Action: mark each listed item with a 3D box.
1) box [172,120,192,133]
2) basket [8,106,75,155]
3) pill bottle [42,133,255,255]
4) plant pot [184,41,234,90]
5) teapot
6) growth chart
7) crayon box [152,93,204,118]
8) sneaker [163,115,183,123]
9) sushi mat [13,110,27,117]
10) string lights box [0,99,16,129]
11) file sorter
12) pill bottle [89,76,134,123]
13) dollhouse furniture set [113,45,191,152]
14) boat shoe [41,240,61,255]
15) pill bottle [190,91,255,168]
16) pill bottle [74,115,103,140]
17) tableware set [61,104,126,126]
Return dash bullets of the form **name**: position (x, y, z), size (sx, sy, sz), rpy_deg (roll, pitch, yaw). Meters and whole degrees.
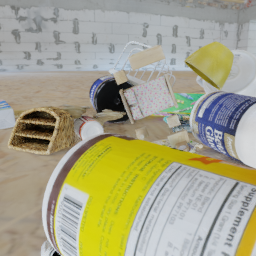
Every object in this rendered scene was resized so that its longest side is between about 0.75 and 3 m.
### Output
- **box**: position (2.019, -0.074, 9.379), size (1.090, 0.251, 0.867), rpy_deg (1, 15, 2)
- **basket**: position (-2.325, 0.002, 7.456), size (1.511, 1.079, 1.126), rpy_deg (7, 15, 28)
- **pill bottle**: position (0.602, 1.022, 2.547), size (2.854, 1.559, 1.559), rpy_deg (13, 20, 41)
- **plant pot**: position (2.822, -2.168, 9.271), size (1.561, 1.108, 1.561), rpy_deg (37, 12, -9)
- **teapot**: position (5.091, -2.136, 13.525), size (2.906, 2.944, 2.150), rpy_deg (-29, -34, 17)
- **growth chart**: position (1.102, 0.485, 7.359), size (1.786, 0.158, 1.292), rpy_deg (-10, 22, -36)
- **crayon box**: position (1.933, -0.844, 10.575), size (2.515, 0.733, 1.494), rpy_deg (4, -3, 15)
- **sneaker**: position (1.587, -0.322, 10.280), size (0.894, 0.347, 0.408), rpy_deg (0, 7, -38)
- **sushi mat**: position (-5.052, -0.606, 11.671), size (2.062, 0.125, 0.986), rpy_deg (1, 15, 6)
- **string lights box**: position (-4.844, -0.486, 10.060), size (1.138, 0.653, 2.215), rpy_deg (-13, 20, -29)
- **file sorter**: position (0.789, -2.297, 12.218), size (1.853, 1.662, 2.670), rpy_deg (26, -4, 26)
- **pill bottle**: position (-0.674, -1.227, 11.052), size (1.623, 1.623, 2.902), rpy_deg (-3, 13, -12)
- **dollhouse furniture set**: position (0.560, -0.544, 6.773), size (1.316, 2.539, 1.124), rpy_deg (-19, 15, 10)
- **boat shoe**: position (-0.813, 1.507, 3.274), size (0.309, 0.274, 0.840), rpy_deg (-10, 17, -32)
- **pill bottle**: position (2.765, 0.031, 6.459), size (1.512, 1.512, 2.723), rpy_deg (-5, 15, -20)
- **pill bottle**: position (-1.238, -0.007, 8.297), size (0.667, 0.667, 1.218), rpy_deg (-7, 17, -25)
- **tableware set**: position (-1.367, -0.325, 8.788), size (2.009, 0.279, 2.405), rpy_deg (2, -12, -28)
